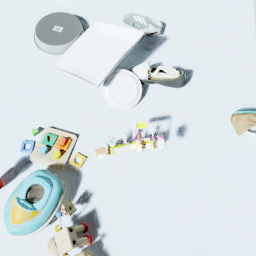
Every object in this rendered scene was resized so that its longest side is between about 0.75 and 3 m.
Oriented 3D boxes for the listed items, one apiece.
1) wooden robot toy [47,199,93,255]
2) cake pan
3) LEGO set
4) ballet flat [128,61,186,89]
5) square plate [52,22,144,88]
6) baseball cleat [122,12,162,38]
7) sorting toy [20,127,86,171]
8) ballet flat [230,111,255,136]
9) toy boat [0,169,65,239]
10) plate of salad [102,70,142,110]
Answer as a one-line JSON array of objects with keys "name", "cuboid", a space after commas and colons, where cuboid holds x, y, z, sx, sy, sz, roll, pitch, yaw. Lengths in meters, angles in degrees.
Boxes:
[{"name": "wooden robot toy", "cuboid": [-1.565, 3.034, 7.168, 1.006, 0.977, 2.217, -33, 64, 23]}, {"name": "cake pan", "cuboid": [-2.592, -3.619, 10.534, 1.993, 0.365, 1.993, 0, 64, 0]}, {"name": "LEGO set", "cuboid": [0.029, 0.301, 7.944, 2.089, 0.961, 0.778, -7, 98, 5]}, {"name": "ballet flat", "cuboid": [0.859, -1.851, 9.433, 2.241, 0.767, 0.762, 5, 59, 2]}, {"name": "square plate", "cuboid": [-1.038, -2.527, 9.509, 2.513, 0.361, 2.537, 28, 72, 38]}, {"name": "baseball cleat", "cuboid": [0.501, -3.860, 10.555, 1.564, 0.545, 0.833, 10, 64, 6]}, {"name": "sorting toy", "cuboid": [-2.256, 0.586, 8.497, 2.099, 0.286, 1.182, 16, 65, 7]}, {"name": "ballet flat", "cuboid": [4.441, -0.153, 8.651, 2.490, 0.845, 0.901, -6, 84, -2]}, {"name": "toy boat", "cuboid": [-2.957, 1.800, 7.466, 2.278, 1.059, 1.915, 23, 66, 11]}, {"name": "plate of salad", "cuboid": [-0.195, -1.243, 9.147, 1.300, 0.312, 1.300, -1, 93, -11]}]
